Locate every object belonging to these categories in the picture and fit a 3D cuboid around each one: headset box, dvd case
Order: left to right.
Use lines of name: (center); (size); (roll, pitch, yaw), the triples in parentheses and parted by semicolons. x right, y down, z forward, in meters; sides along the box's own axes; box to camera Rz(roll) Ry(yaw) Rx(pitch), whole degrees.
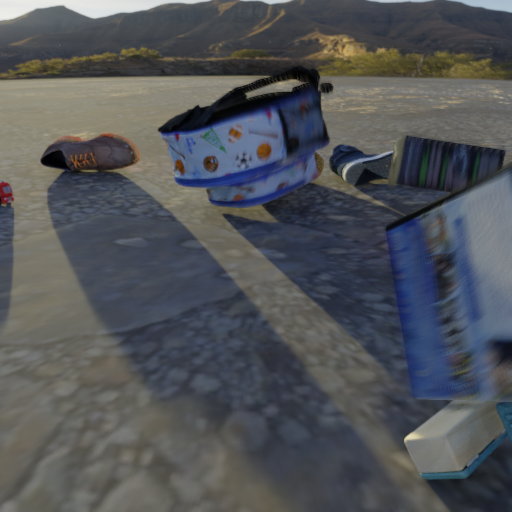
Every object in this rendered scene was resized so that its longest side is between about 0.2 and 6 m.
headset box: (3.133, -1.531, 9.659); (1.716, 0.796, 1.494); (10, 8, 5)
dvd case: (1.698, 0.238, 4.037); (0.194, 1.578, 2.211); (-2, -12, -19)

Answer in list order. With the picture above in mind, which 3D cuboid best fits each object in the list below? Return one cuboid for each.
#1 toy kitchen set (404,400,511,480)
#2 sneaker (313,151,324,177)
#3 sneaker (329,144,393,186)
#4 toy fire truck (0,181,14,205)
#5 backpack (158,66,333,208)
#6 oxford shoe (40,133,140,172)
toy kitchen set: (2.127, 1.593, 3.853); (0.945, 1.285, 1.604); (-18, -9, -38)
sneaker: (0.301, -2.139, 12.880); (2.490, 0.933, 1.122); (8, 14, 3)
sneaker: (2.652, -2.204, 13.046); (1.956, 0.744, 1.414); (-8, 26, -17)
toy fire truck: (-5.427, -1.508, 11.102); (1.260, 0.888, 0.307); (8, 24, 20)
backpack: (-0.310, -2.091, 10.571); (2.741, 2.217, 2.878); (-20, 14, -34)
oxford shoe: (-4.000, -2.338, 13.462); (2.614, 0.932, 0.953); (3, 35, 26)
